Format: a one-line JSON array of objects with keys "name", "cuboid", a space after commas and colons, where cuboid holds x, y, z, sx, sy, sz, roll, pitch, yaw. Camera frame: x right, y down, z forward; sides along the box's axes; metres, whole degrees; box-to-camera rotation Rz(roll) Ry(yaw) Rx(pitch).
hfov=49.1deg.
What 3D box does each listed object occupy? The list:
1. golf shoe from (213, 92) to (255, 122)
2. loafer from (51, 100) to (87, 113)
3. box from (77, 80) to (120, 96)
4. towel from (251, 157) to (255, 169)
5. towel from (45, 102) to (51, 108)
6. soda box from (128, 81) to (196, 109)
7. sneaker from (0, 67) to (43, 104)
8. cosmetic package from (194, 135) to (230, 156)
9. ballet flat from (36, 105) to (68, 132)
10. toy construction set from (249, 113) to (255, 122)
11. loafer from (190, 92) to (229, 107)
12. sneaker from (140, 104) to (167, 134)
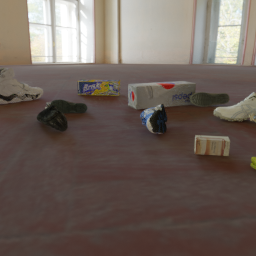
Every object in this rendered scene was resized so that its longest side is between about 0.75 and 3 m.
[{"name": "golf shoe", "cuboid": [4.114, -0.750, 9.744, 2.161, 1.051, 0.846, 4, 19, 18]}, {"name": "loafer", "cuboid": [-2.324, -0.822, 11.145, 1.432, 0.514, 0.450, 7, 3, -4]}, {"name": "box", "cuboid": [-1.571, -2.207, 15.264, 2.269, 0.795, 0.730, 2, 16, 6]}, {"name": "towel", "cuboid": [3.908, 0.840, 5.742, 2.472, 0.223, 1.064, -2, 21, -10]}, {"name": "towel", "cuboid": [-2.898, -0.936, 11.564, 0.908, 0.388, 0.752, -9, 18, -29]}, {"name": "soda box", "cuboid": [1.510, -1.487, 12.369, 2.956, 1.009, 0.938, -6, 17, -22]}, {"name": "sneaker", "cuboid": [-5.311, -2.088, 13.373, 1.047, 1.601, 2.786, 12, 20, 37]}, {"name": "cosmetic package", "cuboid": [2.023, 0.422, 6.779, 0.786, 0.407, 0.343, 1, 17, 10]}, {"name": "ballet flat", "cuboid": [-2.556, -0.303, 9.346, 0.773, 0.661, 2.328, -38, 23, -11]}, {"name": "toy construction set", "cuboid": [4.333, -0.194, 9.074, 0.542, 0.381, 0.826, -9, 29, -28]}, {"name": "loafer", "cuboid": [3.568, -1.250, 12.446, 1.753, 0.659, 0.611, 1, 2, -6]}, {"name": "sneaker", "cuboid": [0.771, -0.218, 8.753, 0.753, 0.740, 1.955, -14, 10, 15]}]
